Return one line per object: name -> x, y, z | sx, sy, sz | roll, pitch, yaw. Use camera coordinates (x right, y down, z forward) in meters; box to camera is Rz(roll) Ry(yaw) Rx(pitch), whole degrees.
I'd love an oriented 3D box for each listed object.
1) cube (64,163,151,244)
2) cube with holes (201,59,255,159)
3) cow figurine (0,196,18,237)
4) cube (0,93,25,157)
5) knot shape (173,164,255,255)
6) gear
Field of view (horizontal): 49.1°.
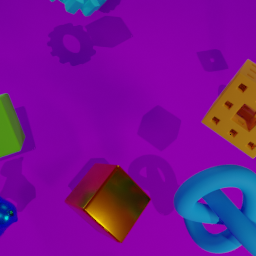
cube -> -0.390, 1.366, 5.300 | 0.997, 0.997, 0.997 | 48, 64, -19
cube with holes -> 1.721, -0.296, 3.937 | 0.850, 0.850, 0.850 | 37, 36, 9
cow figurine -> -2.442, 1.268, 4.843 | 1.268, 1.248, 0.696 | 32, 33, -13
cube -> -3.059, 0.007, 6.104 | 1.167, 1.167, 1.167 | -19, 106, -11
knot shape -> 1.599, 1.382, 4.211 | 1.804, 1.928, 0.891 | 29, 62, 18
gear -> -1.257, -3.260, 5.808 | 1.881, 0.348, 1.881 | 25, 52, -37
